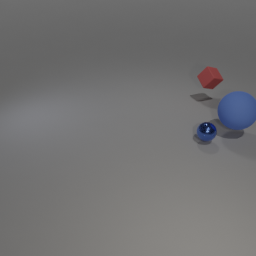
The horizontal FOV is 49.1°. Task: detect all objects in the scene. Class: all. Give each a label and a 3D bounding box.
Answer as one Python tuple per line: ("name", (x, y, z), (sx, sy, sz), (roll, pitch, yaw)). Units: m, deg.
("cube", (3.690, -2.246, 12.586), (0.700, 0.700, 0.700), (0, 58, -37))
("ball", (3.982, -0.630, 10.161), (1.400, 1.400, 1.400), (0, 30, 0))
("ball", (2.812, 0.131, 10.017), (0.700, 0.700, 0.700), (0, 30, 0))
